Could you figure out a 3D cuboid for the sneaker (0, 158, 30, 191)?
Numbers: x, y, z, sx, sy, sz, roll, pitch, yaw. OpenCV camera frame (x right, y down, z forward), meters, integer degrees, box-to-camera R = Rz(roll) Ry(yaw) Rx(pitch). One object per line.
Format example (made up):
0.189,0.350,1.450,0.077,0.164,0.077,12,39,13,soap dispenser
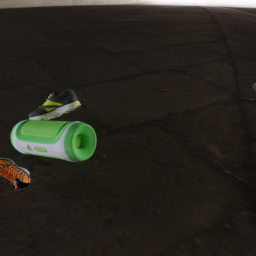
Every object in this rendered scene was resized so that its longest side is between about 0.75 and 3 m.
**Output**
-2.565,1.029,6.163,0.996,0.386,0.558,33,11,-37,sneaker

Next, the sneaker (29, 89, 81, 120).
-2.394,-0.729,9.002,1.781,0.754,0.663,-17,0,9,sneaker

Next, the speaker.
-1.908,0.273,6.991,2.277,1.007,1.007,3,26,35,speaker

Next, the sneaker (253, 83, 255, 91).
4.660,-1.075,9.848,0.654,0.425,1.133,-38,56,2,sneaker
